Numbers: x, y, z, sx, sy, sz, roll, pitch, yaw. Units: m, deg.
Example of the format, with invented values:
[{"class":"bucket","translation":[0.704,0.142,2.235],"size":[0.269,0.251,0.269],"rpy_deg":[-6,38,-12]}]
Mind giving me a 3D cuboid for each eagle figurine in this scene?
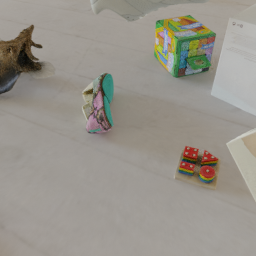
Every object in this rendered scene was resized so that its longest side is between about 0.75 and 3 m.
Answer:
[{"class":"eagle figurine","translation":[-4.057,-2.199,9.395],"size":[2.266,2.987,2.254],"rpy_deg":[3,65,-44]}]

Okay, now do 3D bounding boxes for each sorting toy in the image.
[{"class":"sorting toy","translation":[1.736,0.908,6.865],"size":[0.992,0.347,0.998],"rpy_deg":[14,43,15]}]

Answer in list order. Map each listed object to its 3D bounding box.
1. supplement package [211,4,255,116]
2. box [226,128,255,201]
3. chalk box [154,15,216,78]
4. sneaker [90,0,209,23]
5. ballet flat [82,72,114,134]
[{"class":"supplement package","translation":[4.291,-1.948,8.409],"size":[2.496,2.610,1.919],"rpy_deg":[33,51,31]},{"class":"box","translation":[2.321,0.823,4.275],"size":[0.832,0.681,1.753],"rpy_deg":[-18,79,-49]},{"class":"chalk box","translation":[2.145,-2.943,10.372],"size":[1.525,1.514,2.443],"rpy_deg":[-14,43,-15]},{"class":"sneaker","translation":[0.349,-2.312,4.873],"size":[2.158,0.993,0.817],"rpy_deg":[10,47,2]},{"class":"ballet flat","translation":[-0.939,-0.821,8.545],"size":[0.948,0.921,2.665],"rpy_deg":[-15,41,10]}]
